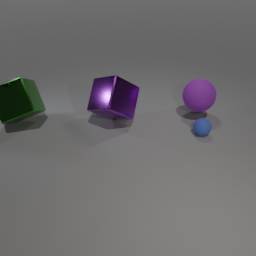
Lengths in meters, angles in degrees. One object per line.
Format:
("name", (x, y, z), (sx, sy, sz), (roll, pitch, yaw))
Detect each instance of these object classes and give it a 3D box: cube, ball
("cube", (-4.392, -1.086, 11.255), (1.400, 1.400, 1.400), (-21, 4, 4))
("ball", (3.026, -1.387, 11.906), (1.400, 1.400, 1.400), (0, 30, 0))
("cube", (-0.592, -1.187, 11.400), (1.400, 1.400, 1.400), (3, -12, 46))
("ball", (2.904, -0.036, 10.930), (0.700, 0.700, 0.700), (0, 30, 0))
